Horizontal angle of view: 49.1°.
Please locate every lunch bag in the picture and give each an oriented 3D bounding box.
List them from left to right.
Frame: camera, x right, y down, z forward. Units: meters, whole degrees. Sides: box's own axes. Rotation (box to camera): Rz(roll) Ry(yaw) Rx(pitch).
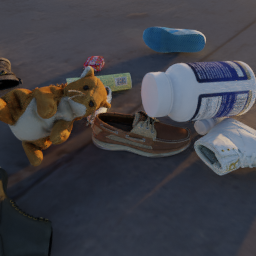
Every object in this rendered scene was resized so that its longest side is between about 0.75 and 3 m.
[{"bbox_3d":[-1.467,-2.702,11.784,0.803,0.373,0.912,2,39,10],"label":"lunch bag"}]

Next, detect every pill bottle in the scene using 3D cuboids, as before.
[{"bbox_3d":[1.876,-0.999,7.681,2.827,1.570,1.570,-6,40,-18],"label":"pill bottle"},{"bbox_3d":[2.554,-0.190,8.585,1.003,0.568,0.568,-25,46,-28],"label":"pill bottle"}]

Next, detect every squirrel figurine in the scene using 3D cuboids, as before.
[{"bbox_3d":[-1.867,-0.696,7.789,2.611,1.980,2.797,-28,21,3],"label":"squirrel figurine"}]

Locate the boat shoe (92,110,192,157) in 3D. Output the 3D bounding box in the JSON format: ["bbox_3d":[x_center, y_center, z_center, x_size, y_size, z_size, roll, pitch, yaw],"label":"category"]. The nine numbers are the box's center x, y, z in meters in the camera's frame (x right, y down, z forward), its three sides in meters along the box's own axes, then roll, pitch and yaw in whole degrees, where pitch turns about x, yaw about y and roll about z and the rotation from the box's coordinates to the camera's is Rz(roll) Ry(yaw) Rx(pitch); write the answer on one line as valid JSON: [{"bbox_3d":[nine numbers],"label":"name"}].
[{"bbox_3d":[0.369,0.095,7.874,2.879,1.034,1.090,2,40,3],"label":"boat shoe"}]

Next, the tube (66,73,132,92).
[{"bbox_3d":[-1.059,-1.593,10.282,2.342,0.608,0.680,-9,24,-7],"label":"tube"}]

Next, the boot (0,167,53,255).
[{"bbox_3d":[-2.347,1.852,6.050,1.589,0.890,2.298,-3,53,-10],"label":"boot"}]

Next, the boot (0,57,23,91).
[{"bbox_3d":[-5.317,-1.976,10.558,2.287,0.792,1.991,-15,42,-21],"label":"boot"}]

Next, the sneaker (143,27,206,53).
[{"bbox_3d":[2.116,-4.080,13.002,2.887,1.105,1.166,13,26,12],"label":"sneaker"}]

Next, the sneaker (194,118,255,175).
[{"bbox_3d":[3.102,0.847,7.069,1.688,1.076,2.920,-30,39,-29],"label":"sneaker"}]

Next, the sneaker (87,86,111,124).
[{"bbox_3d":[-0.972,-0.813,9.309,0.614,0.595,1.681,7,40,8],"label":"sneaker"}]
